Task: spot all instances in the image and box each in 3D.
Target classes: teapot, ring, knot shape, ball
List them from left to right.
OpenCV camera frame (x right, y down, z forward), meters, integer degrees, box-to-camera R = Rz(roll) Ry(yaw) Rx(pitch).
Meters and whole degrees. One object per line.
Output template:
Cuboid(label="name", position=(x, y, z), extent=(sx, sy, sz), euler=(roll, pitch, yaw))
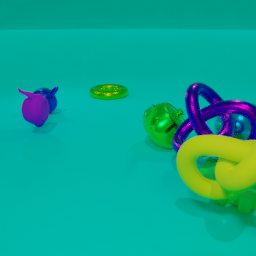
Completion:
Cuboid(label="teapot", position=(-2.503, -0.518, 7.397), extent=(0.659, 1.345, 0.837), euler=(0, 44, 6))
Cuboid(label="teapot", position=(-2.736, -0.906, 9.058), extent=(1.409, 0.876, 0.690), euler=(-32, 36, 25))
Cuboid(label="ring", position=(-0.772, -1.482, 11.309), extent=(1.601, 0.320, 1.601), euler=(0, 21, 0))
Cuboid(label="teapot", position=(0.905, -0.141, 6.580), extent=(1.841, 0.901, 1.145), euler=(18, 40, -48))
Cuboid(label="knot shape", position=(1.793, -0.042, 5.442), extent=(1.641, 0.810, 1.754), euler=(17, 67, 13))
Cuboid(label="ball", position=(2.576, -0.035, 6.538), extent=(1.087, 1.087, 1.087), euler=(0, 21, 0))
Cuboid(label="knot shape", position=(1.470, 0.373, 3.350), extent=(1.679, 0.776, 1.571), euler=(-8, -19, 3))

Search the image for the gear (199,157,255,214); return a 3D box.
Cuboid(label="gear", position=(2.112, 0.949, 5.103), extent=(1.583, 0.293, 1.583), euler=(0, 21, 0))

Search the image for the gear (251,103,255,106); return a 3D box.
Cuboid(label="gear", position=(3.950, -0.404, 8.022), extent=(1.806, 0.334, 1.806), euler=(9, 14, -2))
